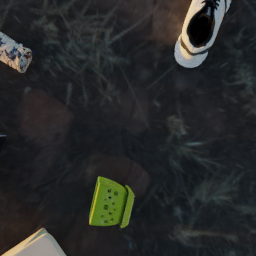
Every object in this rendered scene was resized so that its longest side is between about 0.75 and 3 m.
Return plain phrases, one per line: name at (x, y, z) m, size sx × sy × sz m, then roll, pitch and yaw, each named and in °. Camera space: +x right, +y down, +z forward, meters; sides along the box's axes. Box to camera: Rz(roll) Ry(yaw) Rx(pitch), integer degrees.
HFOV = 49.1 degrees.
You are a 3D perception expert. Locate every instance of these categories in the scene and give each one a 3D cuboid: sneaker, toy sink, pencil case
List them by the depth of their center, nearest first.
toy sink at (-2.259, 3.603, 6.631) m, size 2.622 × 1.469 × 1.709 m, roll -36°, pitch 88°, yaw 4°
sneaker at (2.058, -3.006, 7.019) m, size 1.082 × 1.174 × 2.935 m, roll 17°, pitch 87°, yaw 2°
pencil case at (-3.237, -2.134, 7.216) m, size 1.606 × 0.625 × 0.718 m, roll 33°, pitch 123°, yaw 1°

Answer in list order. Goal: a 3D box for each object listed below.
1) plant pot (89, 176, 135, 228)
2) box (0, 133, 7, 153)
plant pot at (-0.393, 1.842, 6.934) m, size 0.935 × 1.030 × 1.025 m, roll 14°, pitch 88°, yaw -5°
box at (-4.399, 0.805, 6.914) m, size 1.858 × 1.062 × 2.040 m, roll 20°, pitch 88°, yaw -1°
